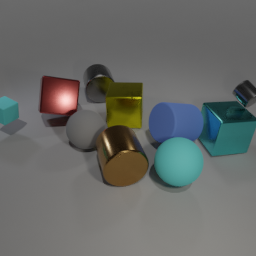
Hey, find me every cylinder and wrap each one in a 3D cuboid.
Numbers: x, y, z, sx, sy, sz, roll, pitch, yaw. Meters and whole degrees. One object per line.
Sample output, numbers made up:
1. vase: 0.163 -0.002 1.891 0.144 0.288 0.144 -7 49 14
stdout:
1. cylinder: -1.358 -2.114 13.198 1.400 1.400 1.400 -7 34 -10
2. cylinder: 1.689 -0.181 9.939 1.400 1.400 1.400 0 28 -36
3. cylinder: -0.217 0.846 8.748 1.400 1.400 1.400 -8 35 -12
4. cylinder: 4.142 -1.187 9.754 0.700 0.700 0.700 -20 62 -27

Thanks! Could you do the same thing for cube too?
1. cube: -4.570 -0.649 10.382 0.700 0.700 0.700 25 37 18
2. cube: 3.451 -0.015 9.971 1.400 1.400 1.400 -4 34 -13
3. cube: -2.786 -1.263 11.203 1.400 1.400 1.400 5 4 -20
4. cube: -0.104 -0.948 11.429 1.400 1.400 1.400 1 34 4

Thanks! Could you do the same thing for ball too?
1. ball: 1.459 0.969 8.092 1.400 1.400 1.400 0 34 0
2. ball: -1.492 0.050 9.965 1.400 1.400 1.400 0 34 0
